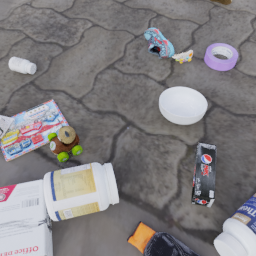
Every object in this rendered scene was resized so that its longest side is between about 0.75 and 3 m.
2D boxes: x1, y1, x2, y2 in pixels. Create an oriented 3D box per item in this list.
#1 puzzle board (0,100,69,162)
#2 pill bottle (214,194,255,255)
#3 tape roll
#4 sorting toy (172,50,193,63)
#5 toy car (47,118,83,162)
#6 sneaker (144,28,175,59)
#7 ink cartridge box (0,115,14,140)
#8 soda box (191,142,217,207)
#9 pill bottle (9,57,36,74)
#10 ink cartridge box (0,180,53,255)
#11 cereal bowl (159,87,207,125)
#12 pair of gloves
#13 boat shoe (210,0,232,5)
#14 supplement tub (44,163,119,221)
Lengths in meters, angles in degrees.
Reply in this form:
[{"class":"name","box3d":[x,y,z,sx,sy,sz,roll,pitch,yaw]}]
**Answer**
[{"class":"puzzle board","box3d":[-3.596,-0.013,10.437,2.469,0.215,1.861,-26,58,-18]},{"class":"pill bottle","box3d":[3.425,2.790,7.767,2.115,1.173,1.173,-32,60,-22]},{"class":"tape roll","box3d":[4.195,-3.216,12.639,1.389,0.456,1.389,0,53,1]},{"class":"sorting toy","box3d":[2.307,-3.106,12.187,0.831,0.444,0.748,-6,1,40]},{"class":"toy car","box3d":[-2.176,0.303,9.430,1.046,1.326,1.089,-26,65,-19]},{"class":"sneaker","box3d":[1.250,-3.922,12.947,0.950,0.788,1.988,-28,58,-19]},{"class":"ink cartridge box","box3d":[-5.039,0.122,9.927,1.058,0.619,1.825,11,58,18]},{"class":"soda box","box3d":[2.459,1.470,9.037,0.622,0.695,1.965,9,55,10]},{"class":"pill bottle","box3d":[-4.562,-2.688,12.167,1.036,0.592,0.592,17,55,12]},{"class":"ink cartridge box","box3d":[-3.057,2.764,7.941,1.604,0.921,2.208,-9,54,-7]},{"class":"cereal bowl","box3d":[2.017,-0.747,10.538,1.765,0.735,1.765,2,47,-2]},{"class":"pair of gloves","box3d":[0.707,4.181,7.274,2.593,0.360,2.910,25,55,19]},{"class":"boat shoe","box3d":[5.203,-7.227,15.611,1.246,0.449,0.405,22,58,22]},{"class":"supplement tub","box3d":[-1.354,1.832,8.303,1.989,1.436,1.436,-11,54,-8]}]
